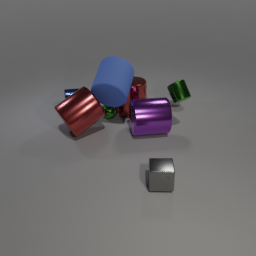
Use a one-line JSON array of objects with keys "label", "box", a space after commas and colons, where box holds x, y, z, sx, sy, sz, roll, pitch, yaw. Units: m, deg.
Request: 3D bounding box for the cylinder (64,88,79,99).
[{"label": "cylinder", "box": [-2.638, -1.510, 13.303, 0.700, 0.700, 0.700, -6, 30, -10]}]

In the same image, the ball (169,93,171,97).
[{"label": "ball", "box": [2.231, -1.611, 12.725, 0.700, 0.700, 0.700, 0, 30, 0]}]

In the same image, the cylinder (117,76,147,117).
[{"label": "cylinder", "box": [0.124, -1.395, 12.323, 1.400, 1.400, 1.400, -3, 28, 1]}]

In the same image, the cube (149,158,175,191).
[{"label": "cube", "box": [0.963, 1.347, 8.123, 0.700, 0.700, 0.700, 0, 27, 3]}]

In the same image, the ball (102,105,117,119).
[{"label": "ball", "box": [-0.798, -0.718, 11.901, 0.700, 0.700, 0.700, 0, 30, 0]}]

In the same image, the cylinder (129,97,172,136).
[{"label": "cylinder", "box": [0.825, -0.438, 10.687, 1.400, 1.400, 1.400, -4, 30, -7]}]

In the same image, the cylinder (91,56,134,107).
[{"label": "cylinder", "box": [-0.571, -1.761, 10.715, 1.400, 1.400, 1.400, 7, 58, 12]}]

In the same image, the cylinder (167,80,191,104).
[{"label": "cylinder", "box": [1.918, -1.356, 10.503, 0.700, 0.700, 0.700, -21, -5, -2]}]

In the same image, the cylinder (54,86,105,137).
[{"label": "cylinder", "box": [-1.812, -0.625, 10.590, 1.400, 1.400, 1.400, -38, 40, -11]}]
